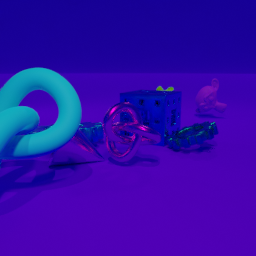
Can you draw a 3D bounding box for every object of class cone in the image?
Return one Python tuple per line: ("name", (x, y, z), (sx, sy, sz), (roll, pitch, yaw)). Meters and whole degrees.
("cone", (-0.847, 0.428, 5.208), (0.947, 0.943, 0.943), (24, 6, -16))

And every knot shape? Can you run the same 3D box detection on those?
("knot shape", (-1.561, -0.040, 3.906), (1.899, 0.938, 2.030), (-36, 35, -7))
("knot shape", (-0.029, 0.036, 4.853), (1.078, 1.009, 0.498), (-18, 27, 20))

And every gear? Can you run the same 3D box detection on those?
("gear", (-1.456, 0.128, 6.467), (1.754, 0.324, 1.754), (-4, 7, 0))
("gear", (1.394, 0.148, 6.105), (1.096, 0.203, 1.096), (-20, 9, 3))

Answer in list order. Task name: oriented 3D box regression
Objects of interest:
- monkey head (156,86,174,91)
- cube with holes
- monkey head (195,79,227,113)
("monkey head", (1.562, -1.488, 12.286), (0.751, 1.044, 0.629), (43, 2, 2))
("cube with holes", (0.579, -0.308, 6.932), (1.154, 1.154, 1.154), (6, 14, 27))
("monkey head", (2.959, -0.968, 9.986), (1.038, 1.443, 0.870), (22, 30, -3))
